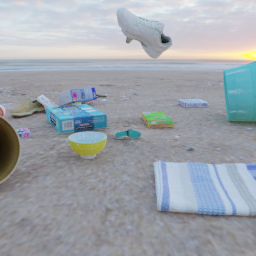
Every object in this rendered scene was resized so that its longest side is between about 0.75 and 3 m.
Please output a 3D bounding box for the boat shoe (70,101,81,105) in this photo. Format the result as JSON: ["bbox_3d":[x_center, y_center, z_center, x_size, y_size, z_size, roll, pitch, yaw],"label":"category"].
[{"bbox_3d":[-2.816,-1.198,14.993,0.351,0.315,0.950,-12,2,-35],"label":"boat shoe"}]

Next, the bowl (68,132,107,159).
[{"bbox_3d":[-1.160,0.535,8.099,1.115,0.600,1.115,1,15,0],"label":"bowl"}]

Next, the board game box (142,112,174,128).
[{"bbox_3d":[1.233,-0.357,11.977,1.006,0.316,2.106,-2,13,-5],"label":"board game box"}]

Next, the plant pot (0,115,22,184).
[{"bbox_3d":[-3.541,0.514,6.651,1.700,1.700,1.824,-8,0,-28],"label":"plant pot"}]

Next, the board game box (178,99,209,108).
[{"bbox_3d":[3.675,-1.406,15.837,1.305,0.269,1.308,-3,15,-9],"label":"board game box"}]

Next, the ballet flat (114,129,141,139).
[{"bbox_3d":[-0.019,0.226,9.810,0.937,0.354,0.300,2,-5,-7],"label":"ballet flat"}]

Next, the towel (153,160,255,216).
[{"bbox_3d":[1.952,1.228,6.088,2.809,0.334,2.063,2,16,5],"label":"towel"}]

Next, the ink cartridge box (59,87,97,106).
[{"bbox_3d":[-2.690,-1.792,15.795,1.928,0.736,1.316,-15,5,-43],"label":"ink cartridge box"}]

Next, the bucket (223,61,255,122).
[{"bbox_3d":[5.062,-1.486,11.950,1.718,2.641,2.641,-4,13,17],"label":"bucket"}]

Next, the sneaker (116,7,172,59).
[{"bbox_3d":[0.571,-3.016,8.424,2.032,0.792,1.010,30,-35,-33],"label":"sneaker"}]

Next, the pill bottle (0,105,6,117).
[{"bbox_3d":[-5.729,-0.576,11.835,0.784,0.784,1.398,-1,16,-2],"label":"pill bottle"}]

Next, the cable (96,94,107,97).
[{"bbox_3d":[-1.966,-2.064,18.598,1.050,0.264,0.510,6,-6,-27],"label":"cable"}]

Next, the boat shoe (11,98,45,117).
[{"bbox_3d":[-4.889,-1.068,13.585,0.755,0.802,2.106,5,16,18],"label":"boat shoe"}]

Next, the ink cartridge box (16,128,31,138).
[{"bbox_3d":[-4.112,0.217,10.024,1.101,0.231,0.657,-10,18,-27],"label":"ink cartridge box"}]

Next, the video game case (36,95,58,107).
[{"bbox_3d":[-3.978,-1.208,14.093,1.164,0.138,1.059,37,11,-12],"label":"video game case"}]

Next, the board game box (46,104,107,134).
[{"bbox_3d":[-2.216,-0.445,11.701,1.882,0.585,2.493,-8,17,-26],"label":"board game box"}]

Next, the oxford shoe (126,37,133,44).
[{"bbox_3d":[0.280,-4.659,14.208,0.391,1.105,0.408,-15,66,-46],"label":"oxford shoe"}]
